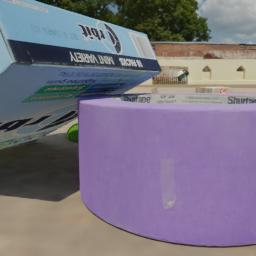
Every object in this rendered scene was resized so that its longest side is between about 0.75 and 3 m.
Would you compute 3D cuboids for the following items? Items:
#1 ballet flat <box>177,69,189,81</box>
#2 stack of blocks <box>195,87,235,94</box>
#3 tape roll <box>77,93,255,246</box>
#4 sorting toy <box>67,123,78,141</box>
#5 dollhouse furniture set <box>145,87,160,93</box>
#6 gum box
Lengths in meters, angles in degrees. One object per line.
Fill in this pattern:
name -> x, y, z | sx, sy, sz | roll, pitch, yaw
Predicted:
ballet flat -> 2.019, -1.996, 10.499 | 0.335, 0.337, 0.984 | -38, 1, 32
stack of blocks -> 4.810, -1.801, 15.162 | 1.552, 0.790, 2.696 | -1, 10, -4
tape roll -> 0.661, 0.161, 3.076 | 2.396, 1.018, 2.396 | -1, 10, 0
sorting toy -> -0.511, -0.335, 6.282 | 1.321, 0.903, 2.199 | 6, 12, 31
dollhouse furniture set -> 0.781, -1.074, 11.858 | 1.306, 0.868, 1.145 | -20, 3, 18
gum box -> -1.383, -0.357, 3.654 | 2.957, 0.659, 2.512 | -25, -4, 31
